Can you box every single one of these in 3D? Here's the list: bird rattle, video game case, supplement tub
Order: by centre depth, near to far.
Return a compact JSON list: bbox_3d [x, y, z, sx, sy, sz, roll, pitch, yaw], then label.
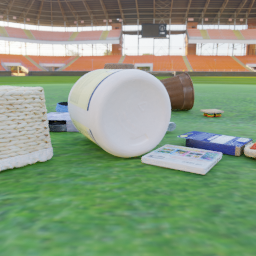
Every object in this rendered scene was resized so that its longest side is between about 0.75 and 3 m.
[{"bbox_3d":[1.302,0.705,6.654,1.503,0.178,1.368,7,13,32],"label":"video game case"},{"bbox_3d":[3.341,0.585,6.782,1.011,0.699,1.240,-5,18,42],"label":"bird rattle"},{"bbox_3d":[-0.438,-0.554,7.851,2.159,2.159,2.978,-5,13,-25],"label":"supplement tub"}]

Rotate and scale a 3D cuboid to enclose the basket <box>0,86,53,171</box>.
[{"bbox_3d":[-3.263,-0.072,6.543,2.194,1.780,2.214,8,12,41],"label":"basket"}]

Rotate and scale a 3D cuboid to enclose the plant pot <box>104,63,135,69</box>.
[{"bbox_3d":[-0.465,-2.378,15.963,2.925,2.551,2.925,1,12,0],"label":"plant pot"}]

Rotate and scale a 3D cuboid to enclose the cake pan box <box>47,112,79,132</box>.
[{"bbox_3d":[-2.435,-0.255,10.655,1.724,0.490,1.872,-1,11,4],"label":"cake pan box"}]

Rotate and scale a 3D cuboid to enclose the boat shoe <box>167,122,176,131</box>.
[{"bbox_3d":[1.283,-0.042,9.730,0.887,0.326,0.296,-9,18,-38],"label":"boat shoe"}]

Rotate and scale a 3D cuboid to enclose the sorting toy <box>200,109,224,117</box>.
[{"bbox_3d":[3.987,-0.700,13.319,0.799,0.280,0.804,-3,12,-13],"label":"sorting toy"}]

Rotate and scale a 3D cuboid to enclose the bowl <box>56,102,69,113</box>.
[{"bbox_3d":[-2.738,-1.065,14.522,1.956,0.384,1.956,4,14,-1],"label":"bowl"}]

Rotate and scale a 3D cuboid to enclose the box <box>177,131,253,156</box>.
[{"bbox_3d":[2.410,0.393,7.876,1.798,0.291,1.089,11,15,38],"label":"box"}]

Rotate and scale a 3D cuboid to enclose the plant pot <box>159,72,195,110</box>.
[{"bbox_3d":[2.197,-1.827,15.043,2.059,2.080,2.080,-9,13,-8],"label":"plant pot"}]
